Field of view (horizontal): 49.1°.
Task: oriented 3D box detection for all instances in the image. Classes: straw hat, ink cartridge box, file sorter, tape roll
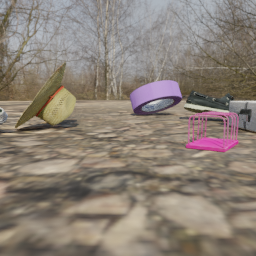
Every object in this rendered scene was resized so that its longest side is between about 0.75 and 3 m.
[{"bbox_3d":[-2.097,-0.651,8.084,0.997,2.355,2.355,37,0,-11],"label":"straw hat"},{"bbox_3d":[3.867,-0.344,7.783,1.412,0.797,1.923,0,6,-4],"label":"ink cartridge box"},{"bbox_3d":[1.650,0.029,5.377,0.716,0.646,1.030,5,8,33],"label":"file sorter"},{"bbox_3d":[1.289,-1.372,13.045,2.326,0.763,2.326,-13,-13,-3],"label":"tape roll"}]

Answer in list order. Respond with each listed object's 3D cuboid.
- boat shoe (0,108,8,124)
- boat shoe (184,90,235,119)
[{"bbox_3d":[-3.596,-0.487,6.666,1.398,0.514,0.467,10,-32,-10],"label":"boat shoe"},{"bbox_3d":[3.485,-0.871,10.347,2.703,0.896,1.010,12,-6,29],"label":"boat shoe"}]
